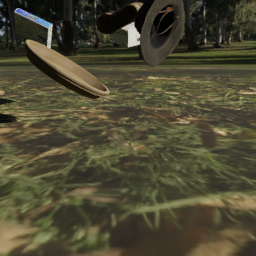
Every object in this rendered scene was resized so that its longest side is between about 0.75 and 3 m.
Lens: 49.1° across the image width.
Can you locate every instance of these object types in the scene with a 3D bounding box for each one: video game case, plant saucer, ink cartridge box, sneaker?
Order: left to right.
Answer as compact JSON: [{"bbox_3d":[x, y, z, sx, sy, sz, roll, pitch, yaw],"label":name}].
[{"bbox_3d":[-2.750,-2.813,8.132,1.045,0.947,0.238,25,54,-4],"label":"video game case"},{"bbox_3d":[-1.038,-0.961,4.786,1.599,0.235,1.599,32,13,-8],"label":"plant saucer"},{"bbox_3d":[-0.175,-3.191,8.230,1.725,0.608,0.652,0,24,42],"label":"sneaker"},{"bbox_3d":[0.186,-3.050,8.979,1.310,0.544,0.960,-23,38,-32],"label":"ink cartridge box"}]

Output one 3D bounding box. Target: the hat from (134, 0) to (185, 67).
[{"bbox_3d":[0.563,-2.275,6.213,0.705,1.749,1.749,30,28,26],"label":"hat"}]
